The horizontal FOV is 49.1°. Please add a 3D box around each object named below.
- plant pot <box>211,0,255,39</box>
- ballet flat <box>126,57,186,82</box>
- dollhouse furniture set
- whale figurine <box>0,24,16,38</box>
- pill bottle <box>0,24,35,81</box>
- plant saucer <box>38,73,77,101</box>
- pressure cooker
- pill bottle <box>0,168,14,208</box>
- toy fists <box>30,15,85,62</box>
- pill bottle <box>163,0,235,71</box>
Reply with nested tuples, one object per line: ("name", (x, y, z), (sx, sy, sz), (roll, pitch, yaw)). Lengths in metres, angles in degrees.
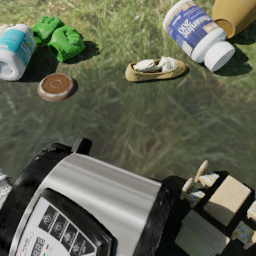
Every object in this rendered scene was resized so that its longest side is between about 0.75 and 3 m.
("plant pot", (3.834, -4.243, 10.167), (1.822, 1.822, 1.956), (27, 68, 19))
("ballet flat", (0.941, -1.914, 8.910), (2.053, 0.647, 0.704), (-14, 63, -10))
("dollhouse furniture set", (1.883, 1.703, 5.762), (1.731, 1.226, 1.884), (36, 61, 24))
("whale figurine", (-4.385, -3.308, 10.082), (1.049, 0.684, 1.318), (-34, 32, 7))
("pill bottle", (-3.693, -2.552, 9.135), (1.077, 1.077, 1.944), (4, 53, 3))
("plant saucer", (-2.228, -1.331, 8.770), (1.206, 0.193, 1.206), (1, 53, -1))
("pressure cooker", (-0.879, 1.783, 4.919), (2.910, 2.600, 2.559), (20, 41, 14))
("pill bottle", (-2.674, 1.341, 6.045), (0.496, 0.496, 0.877), (-35, 75, -24))
("toy fists", (-2.479, -3.254, 9.888), (2.267, 0.779, 1.155), (38, 60, 27))
("pill bottle", (2.348, -3.016, 9.243), (1.292, 1.292, 2.329), (-31, 72, -22))
